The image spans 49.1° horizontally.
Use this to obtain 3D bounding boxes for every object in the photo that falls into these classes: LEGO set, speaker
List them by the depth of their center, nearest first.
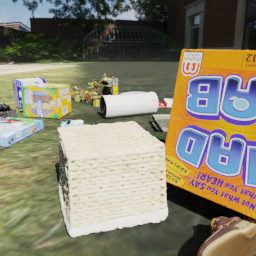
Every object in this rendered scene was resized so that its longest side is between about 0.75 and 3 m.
[{"bbox_3d":[0.040,-1.108,13.523,2.722,1.105,1.105,-7,19,-21],"label":"speaker"},{"bbox_3d":[-1.901,-2.382,16.599,2.224,1.676,2.893,-12,21,-34],"label":"LEGO set"}]

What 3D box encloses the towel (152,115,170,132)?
[{"bbox_3d":[2.396,-0.032,11.392,2.624,0.453,2.526,0,20,-7],"label":"towel"}]

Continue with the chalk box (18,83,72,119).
[{"bbox_3d":[-4.180,-1.379,13.686,2.408,1.490,1.498,5,18,13],"label":"chalk box"}]

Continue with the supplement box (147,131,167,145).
[{"bbox_3d":[0.926,0.499,9.219,0.836,0.561,0.835,5,18,17],"label":"supplement box"}]

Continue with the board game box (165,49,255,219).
[{"bbox_3d":[2.821,0.037,5.960,2.823,2.824,2.826,17,11,42],"label":"board game box"}]

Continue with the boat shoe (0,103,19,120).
[{"bbox_3d":[-5.680,-0.746,12.876,0.806,0.764,2.306,-13,22,-36],"label":"boat shoe"}]

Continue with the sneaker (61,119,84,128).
[{"bbox_3d":[-2.293,-0.191,11.672,0.436,0.440,1.214,10,18,31],"label":"sneaker"}]

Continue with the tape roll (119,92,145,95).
[{"bbox_3d":[0.535,-1.497,15.434,2.084,0.688,2.084,0,18,0],"label":"tape roll"}]

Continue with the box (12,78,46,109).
[{"bbox_3d":[-5.410,-1.957,15.519,1.634,1.502,0.857,-13,19,-35],"label":"box"}]

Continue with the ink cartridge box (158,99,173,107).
[{"bbox_3d":[2.137,-1.419,15.883,1.093,0.277,1.241,0,17,-3],"label":"ink cartridge box"}]

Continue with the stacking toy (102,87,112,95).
[{"bbox_3d":[-1.148,-2.364,17.663,1.123,1.017,0.475,4,59,0],"label":"stacking toy"}]

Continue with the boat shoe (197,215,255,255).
[{"bbox_3d":[1.708,1.869,4.754,1.907,0.688,0.686,-9,11,-38],"label":"boat shoe"}]

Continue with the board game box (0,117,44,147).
[{"bbox_3d":[-4.613,0.098,10.756,1.711,0.414,2.261,5,19,15],"label":"board game box"}]

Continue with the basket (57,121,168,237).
[{"bbox_3d":[-0.415,0.919,6.061,2.079,1.672,2.060,-4,16,-18],"label":"basket"}]
